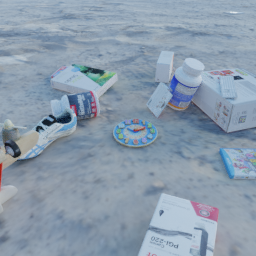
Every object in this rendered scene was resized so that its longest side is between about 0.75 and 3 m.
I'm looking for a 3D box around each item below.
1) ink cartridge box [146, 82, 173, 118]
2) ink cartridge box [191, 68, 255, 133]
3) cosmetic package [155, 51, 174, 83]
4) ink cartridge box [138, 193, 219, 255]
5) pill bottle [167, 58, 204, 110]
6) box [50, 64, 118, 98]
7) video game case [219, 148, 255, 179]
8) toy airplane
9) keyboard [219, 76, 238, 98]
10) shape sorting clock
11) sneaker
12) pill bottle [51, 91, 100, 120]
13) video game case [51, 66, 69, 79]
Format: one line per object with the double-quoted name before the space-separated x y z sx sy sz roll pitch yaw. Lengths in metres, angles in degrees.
"ink cartridge box" 1.253 -1.049 10.702 0.239 1.096 0.951 11 32 -39
"ink cartridge box" 4.156 -1.221 10.813 2.496 1.192 2.843 -10 34 -14
"cosmetic package" 1.827 -3.056 13.861 0.673 0.958 1.889 8 35 11
"ink cartridge box" 1.044 2.363 5.708 1.341 0.781 1.841 11 36 17
"pill bottle" 2.171 -1.686 10.763 1.051 1.876 1.051 11 43 -10
"box" -1.990 -2.179 12.775 2.503 0.455 1.806 18 44 22
"video game case" 3.759 1.040 8.304 1.786 0.159 1.278 1 33 1
"toy airplane" -3.478 0.876 6.394 1.861 2.626 2.637 38 1 14
"keyboard" 3.584 -1.503 10.053 0.508 0.096 1.805 6 34 10
"shape sorting clock" 0.253 0.128 9.577 1.523 0.299 1.523 0 33 0
"sneaker" -2.745 0.147 8.969 0.953 0.961 2.652 23 41 29
"pill bottle" -1.950 -0.775 10.336 1.641 0.981 0.981 -12 35 -17
"video game case" -2.641 -2.720 14.064 2.006 0.175 1.434 7 34 11
